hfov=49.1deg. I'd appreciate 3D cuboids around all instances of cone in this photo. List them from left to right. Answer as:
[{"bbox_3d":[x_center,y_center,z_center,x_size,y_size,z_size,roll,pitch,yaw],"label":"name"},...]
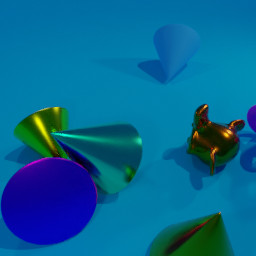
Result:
[{"bbox_3d":[-1.508,1.081,5.339,1.547,1.547,1.553,-14,15,-16],"label":"cone"},{"bbox_3d":[-1.627,0.443,6.181,1.309,1.309,1.314,-23,72,-25],"label":"cone"},{"bbox_3d":[-0.791,0.333,5.130,1.526,1.531,1.526,-18,60,34],"label":"cone"},{"bbox_3d":[1.437,-2.169,8.999,1.580,1.580,1.586,9,65,11],"label":"cone"},{"bbox_3d":[1.117,1.636,4.044,1.449,1.454,1.449,4,40,-3],"label":"cone"}]

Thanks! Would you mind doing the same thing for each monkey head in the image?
[{"bbox_3d":[1.868,0.163,6.010,1.068,1.275,1.772,22,49,31],"label":"monkey head"}]

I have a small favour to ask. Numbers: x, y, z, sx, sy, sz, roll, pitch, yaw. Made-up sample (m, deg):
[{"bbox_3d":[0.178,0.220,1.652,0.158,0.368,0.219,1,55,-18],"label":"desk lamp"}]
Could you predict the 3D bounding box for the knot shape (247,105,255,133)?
[{"bbox_3d":[3.463,-0.041,6.138,1.599,0.739,1.496,14,8,16],"label":"knot shape"}]
